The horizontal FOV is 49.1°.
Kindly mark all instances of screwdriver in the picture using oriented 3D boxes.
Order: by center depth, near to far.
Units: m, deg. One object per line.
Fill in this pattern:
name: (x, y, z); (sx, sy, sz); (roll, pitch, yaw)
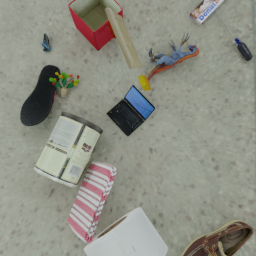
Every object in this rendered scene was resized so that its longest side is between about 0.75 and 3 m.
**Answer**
screwdriver: (4.366, -3.903, 11.747); (0.381, 0.365, 2.618); (-39, 79, 25)

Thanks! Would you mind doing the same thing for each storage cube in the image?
storage cube: (-1.216, -4.389, 11.196); (1.500, 1.577, 1.755); (-42, 81, -7)

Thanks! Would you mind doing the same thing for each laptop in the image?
laptop: (0.091, -0.658, 10.923); (1.462, 0.755, 1.295); (-42, 82, -7)

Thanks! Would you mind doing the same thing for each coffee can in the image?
coffee can: (-2.137, 0.777, 10.175); (1.675, 1.675, 2.289); (24, 80, 4)

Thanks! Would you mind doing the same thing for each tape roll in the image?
tape roll: (-0.074, 3.955, 9.271); (2.332, 2.332, 1.601); (-34, 81, -6)

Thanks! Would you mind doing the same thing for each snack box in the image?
snack box: (3.480, -5.271, 12.041); (0.665, 0.225, 1.849); (42, 82, 7)

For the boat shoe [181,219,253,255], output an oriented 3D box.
boat shoe: (3.122, 4.255, 9.850); (2.940, 1.058, 1.061); (-28, 81, -5)

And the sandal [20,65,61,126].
sandal: (-3.378, -1.237, 11.184); (1.052, 0.631, 2.800); (17, 65, -2)

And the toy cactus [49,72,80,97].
toy cactus: (-2.507, -1.722, 11.179); (1.199, 0.613, 0.990); (-6, 108, -37)

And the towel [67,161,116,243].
towel: (-1.289, 2.466, 9.899); (0.388, 1.897, 2.592); (27, 79, -28)

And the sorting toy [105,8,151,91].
sorting toy: (0.018, -2.368, 8.961); (0.357, 1.988, 2.668); (-21, 97, 14)

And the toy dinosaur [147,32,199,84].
toy dinosaur: (1.871, -2.890, 11.512); (2.006, 1.161, 2.210); (6, 116, -10)

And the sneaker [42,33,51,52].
sneaker: (-3.457, -3.579, 11.696); (0.329, 0.294, 0.803); (-13, 80, -2)
